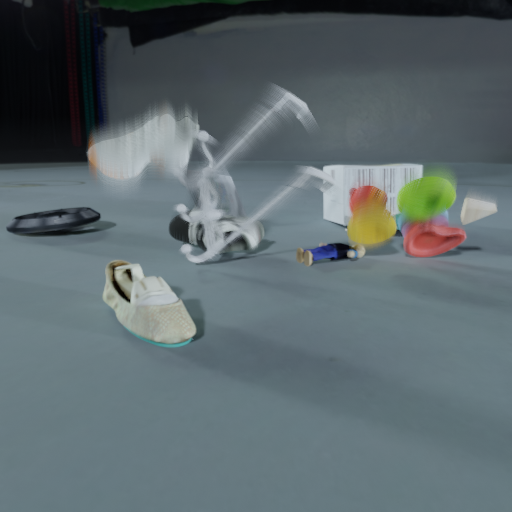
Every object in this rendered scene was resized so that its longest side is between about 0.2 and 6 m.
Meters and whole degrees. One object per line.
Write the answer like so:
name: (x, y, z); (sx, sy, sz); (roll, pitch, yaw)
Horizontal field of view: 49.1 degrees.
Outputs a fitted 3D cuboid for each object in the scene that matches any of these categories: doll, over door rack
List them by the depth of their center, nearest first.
over door rack: (-0.313, -1.532, 10.281); (3.049, 2.252, 1.015); (-30, -41, 24)
doll: (1.511, -0.077, 11.004); (1.448, 0.351, 0.988); (-6, 15, -25)

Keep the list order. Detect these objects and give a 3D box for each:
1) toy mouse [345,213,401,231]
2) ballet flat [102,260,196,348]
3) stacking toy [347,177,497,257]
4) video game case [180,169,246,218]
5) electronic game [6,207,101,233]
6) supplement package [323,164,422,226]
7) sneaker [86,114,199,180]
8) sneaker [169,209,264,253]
toy mouse: (3.442, -0.832, 13.767); (1.899, 0.413, 2.137); (1, 3, 29)
ballet flat: (-1.533, 0.531, 7.370); (0.784, 0.725, 2.324); (-10, 16, -33)
stacking toy: (3.001, -0.957, 10.392); (2.282, 0.964, 2.066); (15, -34, -26)
video game case: (-0.942, -1.341, 12.214); (1.321, 1.203, 0.157); (14, 56, 30)
electronic game: (-5.139, -0.876, 14.280); (2.293, 0.477, 2.293); (-6, 12, 1)
supplement package: (3.136, -1.716, 15.397); (2.145, 1.578, 2.052); (-3, 9, -9)
sneaker: (-2.052, -2.164, 10.401); (0.894, 1.086, 2.361); (48, 39, 15)
sneaker: (-0.940, -0.475, 11.684); (2.070, 0.767, 0.916); (3, 25, 14)
